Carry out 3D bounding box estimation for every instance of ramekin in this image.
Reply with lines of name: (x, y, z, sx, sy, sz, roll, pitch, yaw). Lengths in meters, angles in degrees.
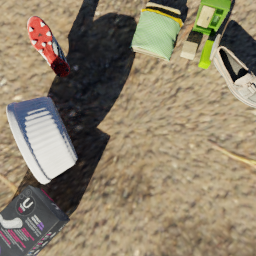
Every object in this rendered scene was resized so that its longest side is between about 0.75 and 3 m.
ramekin: (-2.077, 0.215, 7.083, 1.027, 2.206, 2.206, -23, 77, -9)

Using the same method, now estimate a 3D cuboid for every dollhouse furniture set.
dollhouse furniture set: (1.458, -3.010, 8.354, 2.558, 1.284, 1.676, 16, 76, 5)

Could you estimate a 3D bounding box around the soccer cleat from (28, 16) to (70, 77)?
soccer cleat: (-2.243, -2.295, 7.970, 0.636, 1.854, 0.790, -29, 36, 0)

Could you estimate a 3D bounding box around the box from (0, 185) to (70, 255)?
box: (-2.667, 2.614, 6.998, 1.234, 1.071, 2.019, 43, 80, 15)

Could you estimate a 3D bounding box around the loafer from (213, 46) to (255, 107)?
loafer: (3.225, -1.505, 8.166, 0.765, 0.669, 2.129, -36, 71, 9)
